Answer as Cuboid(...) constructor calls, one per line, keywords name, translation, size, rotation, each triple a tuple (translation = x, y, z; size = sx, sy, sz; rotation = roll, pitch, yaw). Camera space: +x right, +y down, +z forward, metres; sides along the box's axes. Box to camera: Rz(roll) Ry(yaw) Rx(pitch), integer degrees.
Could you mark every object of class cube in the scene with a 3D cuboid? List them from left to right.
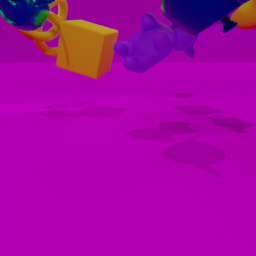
Cuboid(name="cube", translation=(-1.147, -2.274, 8.003), size=(1.253, 1.253, 1.253), rotation=(19, 25, 7))

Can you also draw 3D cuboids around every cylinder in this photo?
Cuboid(name="cylinder", translation=(2.129, -3.166, 7.739), size=(1.369, 1.369, 1.369), rotation=(-6, 46, -21))

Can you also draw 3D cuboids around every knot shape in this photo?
Cuboid(name="knot shape", translation=(-2.449, -3.313, 8.726), size=(1.884, 1.763, 0.871), rotation=(34, -6, -40))

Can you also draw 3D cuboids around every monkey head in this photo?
Cuboid(name="monkey head", translation=(2.419, -2.707, 5.689), size=(1.335, 1.119, 1.856), rotation=(38, 7, -20))

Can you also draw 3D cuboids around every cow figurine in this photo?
Cuboid(name="cow figurine", translation=(0.635, -1.659, 5.645), size=(1.583, 0.869, 1.557), rotation=(-37, -17, 20))

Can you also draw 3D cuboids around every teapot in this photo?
Cuboid(name="teapot", translation=(-2.708, -3.032, 6.917), size=(2.045, 1.272, 1.001), rotation=(-1, 24, 16))
Cuboid(name="teapot", translation=(1.063, -1.646, 3.492), size=(1.218, 0.959, 1.959), rotation=(-33, 9, 11))
